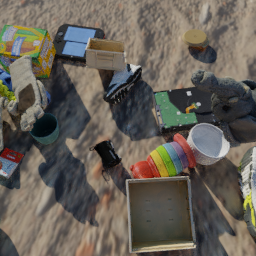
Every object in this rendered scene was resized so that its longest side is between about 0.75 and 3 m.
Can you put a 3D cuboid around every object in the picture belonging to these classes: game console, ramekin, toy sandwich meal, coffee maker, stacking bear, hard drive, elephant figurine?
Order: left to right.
[{"bbox_3d":[-2.043,-3.459,11.366,1.998,0.310,1.767,10,60,7],"label":"game console"},{"bbox_3d":[-0.682,0.847,8.662,0.751,0.526,0.782,-27,64,-16],"label":"coffee maker"},{"bbox_3d":[0.973,1.051,8.263,1.818,1.034,1.104,-26,90,-3],"label":"stacking bear"},{"bbox_3d":[2.056,-0.667,9.622,2.227,0.421,1.556,-8,59,-5],"label":"hard drive"},{"bbox_3d":[2.751,-3.579,11.420,1.134,0.389,1.134,-2,57,3],"label":"toy sandwich meal"},{"bbox_3d":[2.400,0.544,8.636,1.257,0.660,1.257,7,53,-10],"label":"ramekin"},{"bbox_3d":[2.686,-0.514,6.448,2.463,1.911,1.743,0,19,12],"label":"elephant figurine"}]

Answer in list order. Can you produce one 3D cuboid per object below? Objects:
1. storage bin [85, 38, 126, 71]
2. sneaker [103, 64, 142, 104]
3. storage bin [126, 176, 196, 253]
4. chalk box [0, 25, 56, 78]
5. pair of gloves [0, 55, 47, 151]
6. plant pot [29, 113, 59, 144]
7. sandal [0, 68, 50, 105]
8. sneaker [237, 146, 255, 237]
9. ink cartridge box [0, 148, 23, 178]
[{"bbox_3d":[-0.776,-2.698,10.201,1.417,0.669,1.427,4,32,-5],"label":"storage bin"},{"bbox_3d":[-0.317,-1.621,10.095,0.805,0.742,2.012,26,55,22],"label":"sneaker"},{"bbox_3d":[0.855,2.205,7.358,1.739,0.821,1.751,-3,79,-2],"label":"storage bin"},{"bbox_3d":[-3.954,-2.816,10.282,2.130,1.318,1.325,8,69,4],"label":"chalk box"},{"bbox_3d":[-3.768,-0.654,8.948,2.902,0.509,2.467,-35,63,17],"label":"pair of gloves"},{"bbox_3d":[-2.636,0.089,8.988,0.915,0.734,0.915,0,59,0],"label":"plant pot"},{"bbox_3d":[-3.674,-1.257,9.699,2.607,1.036,1.135,41,66,11],"label":"sandal"},{"bbox_3d":[3.849,1.783,7.967,1.084,0.954,2.562,6,68,-3],"label":"sneaker"},{"bbox_3d":[-3.797,1.054,8.717,0.709,0.219,0.875,19,64,11],"label":"ink cartridge box"}]
